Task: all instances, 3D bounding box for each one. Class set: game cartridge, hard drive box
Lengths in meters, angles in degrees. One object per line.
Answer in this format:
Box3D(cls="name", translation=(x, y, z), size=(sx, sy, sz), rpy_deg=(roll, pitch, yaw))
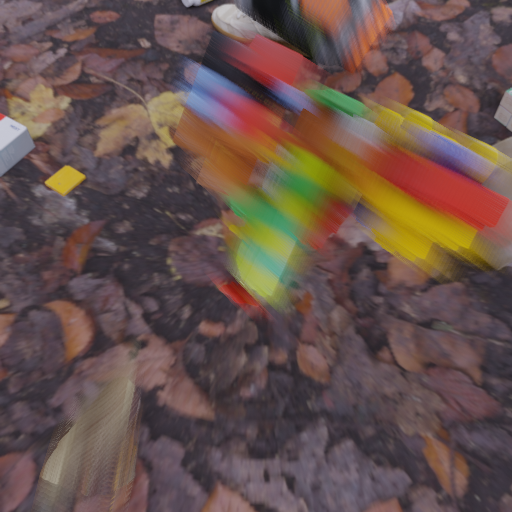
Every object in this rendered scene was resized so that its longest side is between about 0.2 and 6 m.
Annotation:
Box3D(cls="game cartridge", translation=(-3.618, -1.429, 10.626), size=(0.509, 0.094, 0.578), rpy_deg=(31, 59, 19))
Box3D(cls="hard drive box", translation=(-5.229, -2.053, 10.754), size=(1.125, 0.554, 1.443), rpy_deg=(27, 60, 16))

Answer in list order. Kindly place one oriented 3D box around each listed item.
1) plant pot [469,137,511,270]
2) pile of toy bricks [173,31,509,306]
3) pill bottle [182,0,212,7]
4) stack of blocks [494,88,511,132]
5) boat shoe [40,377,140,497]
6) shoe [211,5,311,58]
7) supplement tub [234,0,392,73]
Box3D(cls="plant pot", translation=(4.042, -0.762, 9.288), size=(1.936, 1.936, 1.679), rpy_deg=(-26, 76, -16))
Box3D(cls="pile of toy bricks", translation=(0.308, -0.579, 5.804), size=(2.555, 2.274, 4.606), rpy_deg=(22, 13, -9))
Box3D(cls="pill bottle", translation=(-1.353, -6.453, 13.704), size=(0.942, 0.530, 0.530), rpy_deg=(-31, 62, -19))
Box3D(cls="stack of blocks", translation=(5.857, -2.377, 10.871), size=(1.394, 0.709, 2.422), rpy_deg=(-27, 60, -17))
Box3D(cls="boat shoe", translation=(-1.221, 1.569, 4.536), size=(0.642, 1.783, 0.643), rpy_deg=(39, 42, -2))
Box3D(cls="shoe", translation=(0.331, -5.341, 12.811), size=(2.909, 0.776, 1.017), rpy_deg=(19, 58, 13))
Box3D(cls="supplement tub", translation=(0.955, -4.245, 9.434), size=(2.409, 1.476, 1.476), rpy_deg=(33, 60, -2))
